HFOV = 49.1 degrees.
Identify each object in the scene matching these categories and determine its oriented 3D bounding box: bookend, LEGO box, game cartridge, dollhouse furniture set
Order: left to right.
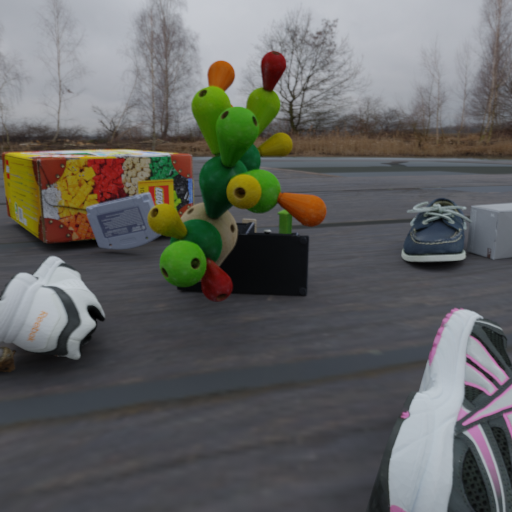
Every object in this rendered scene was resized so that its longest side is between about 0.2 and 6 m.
[{"bbox_3d":[-3.534,-1.457,12.082,2.980,1.544,4.001,-8,15,-32],"label":"LEGO box"},{"bbox_3d":[-2.268,-0.559,9.725,1.312,0.873,0.268,-9,14,23],"label":"game cartridge"},{"bbox_3d":[-0.213,-0.551,10.761,1.751,0.676,0.875,4,13,19],"label":"dollhouse furniture set"},{"bbox_3d":[-0.101,-0.093,8.200,1.784,0.822,1.773,2,14,7],"label":"bookend"}]

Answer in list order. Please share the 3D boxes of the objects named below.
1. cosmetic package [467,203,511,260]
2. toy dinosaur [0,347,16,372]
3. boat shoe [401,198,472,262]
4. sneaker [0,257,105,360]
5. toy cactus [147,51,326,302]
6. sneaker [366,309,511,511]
[{"bbox_3d":[4.642,-0.472,9.949,1.666,0.890,0.751,-2,14,-19],"label":"cosmetic package"},{"bbox_3d":[-3.265,0.701,5.169,2.282,0.689,1.212,22,-4,23],"label":"toy dinosaur"},{"bbox_3d":[3.241,-0.491,9.931,1.099,0.908,2.936,6,14,25],"label":"boat shoe"},{"bbox_3d":[-2.035,0.587,5.784,0.899,0.828,2.247,24,3,-12],"label":"sneaker"},{"bbox_3d":[-0.281,-0.607,6.185,1.576,2.544,3.083,14,51,-9],"label":"toy cactus"},{"bbox_3d":[1.404,1.103,3.379,0.983,0.915,2.278,20,26,21],"label":"sneaker"}]
